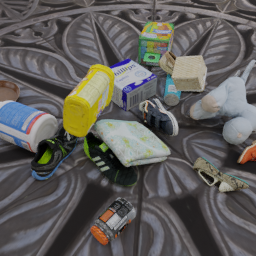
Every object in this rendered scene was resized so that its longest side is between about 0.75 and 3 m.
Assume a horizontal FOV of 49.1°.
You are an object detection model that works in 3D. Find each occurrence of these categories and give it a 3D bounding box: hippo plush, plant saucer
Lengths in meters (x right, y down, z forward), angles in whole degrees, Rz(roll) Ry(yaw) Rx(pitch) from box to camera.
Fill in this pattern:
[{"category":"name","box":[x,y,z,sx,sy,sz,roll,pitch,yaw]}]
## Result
[{"category":"hippo plush","box":[4.221,-0.629,11.373,2.971,2.367,2.389,-36,86,-13]},{"category":"plant saucer","box":[-6.102,-1.347,12.818,2.334,0.402,2.334,0,47,0]}]

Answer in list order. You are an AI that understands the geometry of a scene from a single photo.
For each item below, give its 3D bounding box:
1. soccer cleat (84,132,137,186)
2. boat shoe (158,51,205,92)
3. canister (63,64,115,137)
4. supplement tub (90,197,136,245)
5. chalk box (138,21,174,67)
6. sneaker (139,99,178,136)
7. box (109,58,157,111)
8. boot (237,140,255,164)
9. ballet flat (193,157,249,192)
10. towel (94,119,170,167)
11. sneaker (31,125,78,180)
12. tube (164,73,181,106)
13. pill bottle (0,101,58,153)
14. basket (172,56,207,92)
[{"category":"soccer cleat","box":[-0.715,1.102,10.010,2.583,1.047,0.872,35,56,29]},{"category":"boat shoe","box":[2.668,-2.621,13.146,2.564,0.827,0.914,31,38,-9]},{"category":"canister","box":[-1.334,-0.964,9.712,0.980,1.682,2.264,19,41,7]},{"category":"supplement tub","box":[-0.453,2.831,8.524,0.809,0.809,1.321,33,55,28]},{"category":"chalk box","box":[1.441,-4.322,14.848,1.574,1.566,2.530,10,47,10]},{"category":"sneaker","box":[1.192,-0.388,11.556,0.925,0.914,2.330,-11,36,-17]},{"category":"box","box":[-0.032,-2.065,13.020,1.899,1.083,2.065,-32,53,-28]},{"category":"boot","box":[4.707,1.030,10.488,1.375,0.516,0.737,-30,58,-27]},{"category":"ballet flat","box":[3.136,1.764,9.766,1.971,0.669,0.742,31,76,33]},{"category":"towel","box":[0.193,0.469,10.249,2.412,0.581,2.065,-1,36,-46]},{"category":"sneaker","box":[-2.672,0.710,10.369,0.917,1.072,2.588,18,49,14]},{"category":"tube","box":[2.221,-2.139,13.416,1.041,0.677,2.687,29,44,-10]},{"category":"pill bottle","box":[-4.281,-0.177,10.888,2.772,1.556,1.556,20,49,17]},{"category":"basket","box":[2.343,-2.067,10.658,1.097,0.882,1.087,5,67,27]}]
